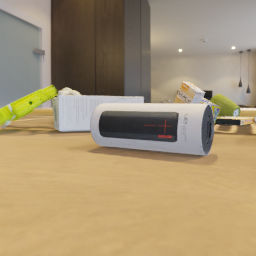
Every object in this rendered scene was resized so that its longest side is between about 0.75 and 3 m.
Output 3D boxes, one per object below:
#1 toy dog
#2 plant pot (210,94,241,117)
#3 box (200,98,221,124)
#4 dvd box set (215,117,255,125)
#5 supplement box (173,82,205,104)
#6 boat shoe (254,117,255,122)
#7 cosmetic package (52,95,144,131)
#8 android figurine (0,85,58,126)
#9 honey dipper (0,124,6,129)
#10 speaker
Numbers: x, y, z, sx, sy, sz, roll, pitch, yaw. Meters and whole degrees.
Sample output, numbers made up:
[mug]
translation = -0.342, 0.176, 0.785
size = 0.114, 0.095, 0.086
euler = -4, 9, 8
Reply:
[toy dog]
translation = -2.469, -0.861, 13.345
size = 2.303, 1.657, 2.375
euler = 31, -5, -17
[plant pot]
translation = 5.930, -1.147, 16.961
size = 1.469, 1.469, 1.570
euler = -4, 24, -34
[box]
translation = 3.152, -0.994, 12.825
size = 0.800, 0.872, 2.490
euler = 11, 19, -17
[dvd box set]
translation = 4.877, -0.346, 13.081
size = 1.451, 0.292, 1.983
euler = 4, 7, 39
[supplement box]
translation = 2.498, -1.086, 11.945
size = 0.557, 1.514, 0.954
euler = 1, 32, -34
[boat shoe]
translation = 6.315, -0.359, 13.315
size = 0.941, 0.323, 0.266
euler = 5, -3, -23
[cosmetic package]
translation = -1.080, -0.538, 10.077
size = 2.994, 1.215, 1.690
euler = -3, 4, -22
[android figurine]
translation = -3.779, -0.670, 9.841
size = 2.681, 0.551, 2.440
euler = -35, 12, -25
[honey dipper]
translation = -4.943, -0.030, 9.900
size = 0.337, 0.337, 1.776
euler = 1, 1, 14
[speaker]
translation = 0.484, -0.021, 5.825
size = 2.456, 0.997, 0.997
euler = 4, 6, 30
